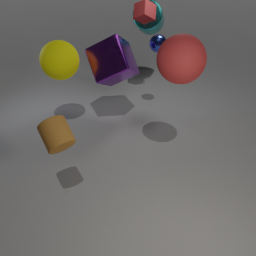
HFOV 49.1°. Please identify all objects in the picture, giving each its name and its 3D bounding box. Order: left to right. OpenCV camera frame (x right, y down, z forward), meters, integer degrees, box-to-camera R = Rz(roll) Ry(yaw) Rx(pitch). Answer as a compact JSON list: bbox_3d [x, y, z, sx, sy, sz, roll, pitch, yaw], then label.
[{"bbox_3d":[-1.700,0.161,6.672,0.700,0.700,0.700,-22,76,-31],"label":"cylinder"},{"bbox_3d":[-2.460,-2.436,10.088,1.400,1.400,1.400,0,31,0],"label":"ball"},{"bbox_3d":[-0.577,-2.568,10.877,1.400,1.400,1.400,-20,-3,19],"label":"cube"},{"bbox_3d":[0.723,-5.007,12.081,0.700,0.700,0.700,7,-4,-44],"label":"cube"},{"bbox_3d":[1.033,-5.407,13.743,1.400,1.400,1.400,7,10,11],"label":"cylinder"},{"bbox_3d":[1.202,-3.361,11.152,0.700,0.700,0.700,0,31,0],"label":"ball"},{"bbox_3d":[1.510,-1.945,7.942,1.400,1.400,1.400,0,31,0],"label":"ball"}]
